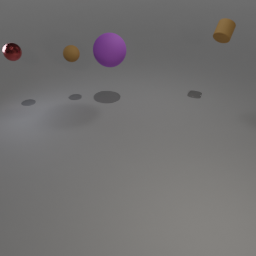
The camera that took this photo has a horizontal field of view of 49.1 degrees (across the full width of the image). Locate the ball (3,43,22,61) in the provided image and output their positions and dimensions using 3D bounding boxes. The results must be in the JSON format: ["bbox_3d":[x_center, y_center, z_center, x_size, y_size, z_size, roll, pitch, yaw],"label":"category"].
[{"bbox_3d":[-4.557,-2.996,11.046,0.700,0.700,0.700,0,30,0],"label":"ball"}]

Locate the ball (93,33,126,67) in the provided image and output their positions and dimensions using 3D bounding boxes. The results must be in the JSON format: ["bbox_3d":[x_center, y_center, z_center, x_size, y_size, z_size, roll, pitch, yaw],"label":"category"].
[{"bbox_3d":[-0.767,-3.262,11.753,1.400,1.400,1.400,0,30,0],"label":"ball"}]

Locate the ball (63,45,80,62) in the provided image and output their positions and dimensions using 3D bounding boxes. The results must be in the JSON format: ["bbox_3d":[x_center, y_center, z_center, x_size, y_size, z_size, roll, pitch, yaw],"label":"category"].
[{"bbox_3d":[-2.404,-3.155,11.888,0.700,0.700,0.700,0,30,0],"label":"ball"}]

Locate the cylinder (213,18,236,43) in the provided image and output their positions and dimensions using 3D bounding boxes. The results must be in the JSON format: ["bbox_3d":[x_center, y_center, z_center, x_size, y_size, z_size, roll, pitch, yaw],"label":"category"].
[{"bbox_3d":[3.879,-3.908,11.281,0.700,0.700,0.700,20,80,30],"label":"cylinder"}]
